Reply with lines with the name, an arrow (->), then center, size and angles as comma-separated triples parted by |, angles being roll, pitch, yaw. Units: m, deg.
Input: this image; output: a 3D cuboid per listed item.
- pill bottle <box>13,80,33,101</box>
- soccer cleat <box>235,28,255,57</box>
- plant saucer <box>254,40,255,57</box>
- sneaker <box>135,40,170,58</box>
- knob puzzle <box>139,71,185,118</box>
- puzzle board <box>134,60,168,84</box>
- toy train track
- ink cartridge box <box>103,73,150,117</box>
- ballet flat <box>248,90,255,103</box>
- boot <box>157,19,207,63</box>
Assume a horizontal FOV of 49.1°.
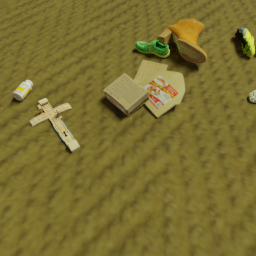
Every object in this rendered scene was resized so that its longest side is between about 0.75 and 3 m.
pill bottle -> -4.199, -1.536, 11.264 | 0.455, 0.455, 0.873 | 17, 54, 13
soccer cleat -> 5.654, -4.063, 13.129 | 0.791, 0.611, 1.891 | 1, 53, -8
plant saucer -> 6.762, -3.712, 13.025 | 2.002, 0.345, 2.002 | 0, 53, -1
sneaker -> 1.135, -3.758, 12.825 | 1.655, 0.691, 0.613 | 16, 55, 13
knob puzzle -> 1.419, -1.502, 11.143 | 2.105, 0.292, 2.105 | -6, 64, 13
puzzle board -> 0.976, -2.320, 12.082 | 1.160, 0.134, 1.539 | 15, 54, 10
toy train track -> -2.604, -0.249, 10.280 | 1.616, 0.458, 2.818 | -29, 58, -20
ink cartridge box -> -0.060, -1.308, 10.916 | 1.170, 0.533, 1.420 | -41, 62, -13
ballet flat -> 5.674, -1.502, 11.159 | 1.823, 0.654, 0.654 | -14, 54, -9
boot -> 2.950, -4.187, 12.916 | 2.041, 1.003, 2.851 | -40, 56, -21
